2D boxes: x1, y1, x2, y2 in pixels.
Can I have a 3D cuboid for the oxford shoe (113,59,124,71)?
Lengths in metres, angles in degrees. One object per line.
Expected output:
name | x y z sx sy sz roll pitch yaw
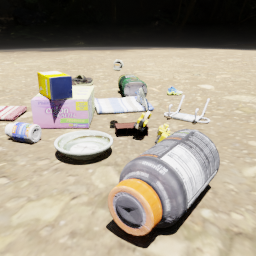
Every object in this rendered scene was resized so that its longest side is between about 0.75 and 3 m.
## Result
oxford shoe | -0.324 -2.220 9.595 0.367 0.282 0.977 7 28 0

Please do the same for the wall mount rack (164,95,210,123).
wall mount rack | 2.590 -0.802 11.840 1.974 0.736 1.715 13 24 28

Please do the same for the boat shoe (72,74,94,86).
boat shoe | -2.936 -2.985 17.600 0.881 0.780 2.406 8 22 21

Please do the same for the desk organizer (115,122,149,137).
desk organizer | 0.133 0.064 9.994 1.156 0.415 0.445 -3 23 -9

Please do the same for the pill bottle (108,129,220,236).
pill bottle | 0.782 1.059 5.828 1.453 1.453 2.735 14 25 33

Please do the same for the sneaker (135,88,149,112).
sneaker | 0.518 -1.004 10.429 0.397 0.931 0.359 -19 -5 18

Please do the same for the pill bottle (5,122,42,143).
pill bottle | -3.570 0.132 9.486 1.119 0.627 0.627 7 21 18

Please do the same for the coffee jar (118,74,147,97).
coffee jar | 0.182 -2.288 15.352 1.282 1.049 2.459 -4 20 -10

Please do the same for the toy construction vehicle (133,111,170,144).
toy construction vehicle | 0.947 -0.047 9.574 1.312 0.531 1.506 29 23 10

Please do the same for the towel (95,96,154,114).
towel | -0.295 -1.117 13.289 2.666 0.317 1.958 -4 22 -11

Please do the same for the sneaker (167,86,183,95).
sneaker | 2.625 -2.085 15.623 0.923 0.485 0.349 -6 21 -15

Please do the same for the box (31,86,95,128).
box | -2.527 -0.915 11.517 2.119 1.165 2.409 -1 20 -1

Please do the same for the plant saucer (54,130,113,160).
plant saucer | -1.336 0.574 8.562 1.775 0.445 1.775 0 20 0

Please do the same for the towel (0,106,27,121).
towel | -5.619 -0.625 12.120 2.051 0.233 1.477 0 23 5

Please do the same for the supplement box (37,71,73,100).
supplement box | -2.764 -1.630 10.553 0.823 0.828 1.512 -12 24 -32
